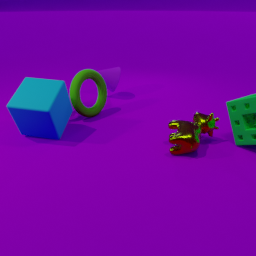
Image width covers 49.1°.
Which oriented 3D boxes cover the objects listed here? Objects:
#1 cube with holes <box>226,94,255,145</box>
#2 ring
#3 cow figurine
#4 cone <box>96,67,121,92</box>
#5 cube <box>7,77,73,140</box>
[{"bbox_3d":[3.526,-0.293,7.251,1.187,1.187,1.187,-16,4,-31],"label":"cube with holes"},{"bbox_3d":[-1.256,-1.125,9.128,0.312,1.558,1.558,7,24,38],"label":"ring"},{"bbox_3d":[1.737,0.127,7.294,1.368,0.763,1.390,-3,33,9],"label":"cow figurine"},{"bbox_3d":[-0.956,-2.003,10.817,1.027,1.023,1.023,13,20,-21],"label":"cone"},{"bbox_3d":[-2.382,-0.546,7.806,1.187,1.187,1.187,7,50,9],"label":"cube"}]
